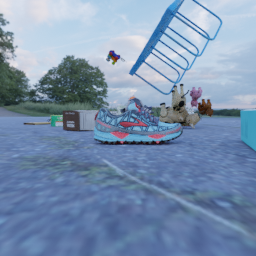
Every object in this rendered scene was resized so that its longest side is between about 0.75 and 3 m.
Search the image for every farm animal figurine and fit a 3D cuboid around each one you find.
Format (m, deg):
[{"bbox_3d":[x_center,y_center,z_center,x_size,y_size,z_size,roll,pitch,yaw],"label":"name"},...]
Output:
[{"bbox_3d":[2.026,-0.540,10.503,2.314,1.206,2.288,15,-26,-39],"label":"farm animal figurine"}]

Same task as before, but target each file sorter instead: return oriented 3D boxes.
[{"bbox_3d":[1.590,-2.743,9.478,1.893,1.674,2.728,-56,2,-43],"label":"file sorter"}]

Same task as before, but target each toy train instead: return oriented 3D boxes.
[{"bbox_3d":[-0.628,-3.499,14.536,1.057,0.612,0.447,37,36,-4],"label":"toy train"}]

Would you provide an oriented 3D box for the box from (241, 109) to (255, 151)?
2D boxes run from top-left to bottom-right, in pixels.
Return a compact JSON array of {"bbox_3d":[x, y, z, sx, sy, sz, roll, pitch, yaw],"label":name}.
[{"bbox_3d":[2.493,0.020,4.417,1.087,0.649,2.642,1,3,16],"label":"box"}]

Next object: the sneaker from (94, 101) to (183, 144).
[{"bbox_3d":[0.213,-0.113,5.338,1.727,0.825,0.685,0,3,-6],"label":"sneaker"}]

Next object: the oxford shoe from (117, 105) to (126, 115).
[{"bbox_3d":[-0.109,-0.641,16.717,1.086,0.834,2.890,6,16,-14],"label":"oxford shoe"}]

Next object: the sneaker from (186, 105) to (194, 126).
[{"bbox_3d":[2.158,-0.566,12.639,1.823,0.977,0.609,-1,3,-17],"label":"sneaker"}]

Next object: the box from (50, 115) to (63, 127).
[{"bbox_3d":[-2.406,-0.369,13.121,1.384,0.571,2.359,0,5,18],"label":"box"}]

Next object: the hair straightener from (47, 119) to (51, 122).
[{"bbox_3d":[-4.493,-0.471,18.224,1.593,0.326,0.613,-7,5,-29],"label":"hair straightener"}]

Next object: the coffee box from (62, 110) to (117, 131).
[{"bbox_3d":[-1.317,-0.274,9.844,1.707,0.680,0.976,-3,4,-45],"label":"coffee box"}]

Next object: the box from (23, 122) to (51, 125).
[{"bbox_3d":[-4.757,-0.238,14.730,0.912,0.119,1.116,2,4,31],"label":"box"}]

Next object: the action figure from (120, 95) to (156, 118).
[{"bbox_3d":[0.805,-1.118,15.721,2.185,1.143,2.113,-15,51,-36],"label":"action figure"}]
